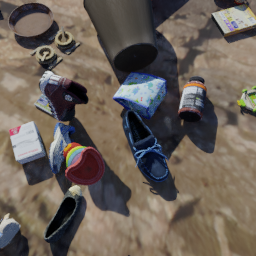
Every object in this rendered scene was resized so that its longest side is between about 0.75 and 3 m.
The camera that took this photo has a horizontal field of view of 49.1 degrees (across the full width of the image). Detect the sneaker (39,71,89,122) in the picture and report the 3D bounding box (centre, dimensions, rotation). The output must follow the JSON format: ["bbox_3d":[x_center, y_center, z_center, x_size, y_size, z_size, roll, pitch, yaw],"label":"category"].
[{"bbox_3d":[-1.643,-0.714,8.153,1.229,2.129,0.805,13,66,16],"label":"sneaker"}]

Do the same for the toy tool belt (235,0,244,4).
[{"bbox_3d":[3.991,-5.687,11.072,1.655,1.017,1.034,36,71,15],"label":"toy tool belt"}]

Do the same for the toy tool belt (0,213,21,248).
[{"bbox_3d":[-3.492,2.878,7.545,0.674,0.685,1.096,18,60,43],"label":"toy tool belt"}]

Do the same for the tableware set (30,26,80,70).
[{"bbox_3d":[-2.690,-3.018,10.259,1.095,0.332,1.656,39,72,16],"label":"tableware set"}]

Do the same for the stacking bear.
[{"bbox_3d":[-1.101,0.719,6.382,0.759,1.334,0.810,44,82,-29],"label":"stacking bear"}]

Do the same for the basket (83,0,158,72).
[{"bbox_3d":[-0.067,-3.551,9.695,2.521,1.901,2.796,-20,71,10],"label":"basket"}]

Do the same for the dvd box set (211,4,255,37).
[{"bbox_3d":[4.138,-4.177,10.838,1.519,0.223,1.111,-19,67,-8],"label":"dvd box set"}]

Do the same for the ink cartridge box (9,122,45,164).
[{"bbox_3d":[-3.104,0.464,8.638,0.793,0.455,1.092,-20,67,-9],"label":"ink cartridge box"}]

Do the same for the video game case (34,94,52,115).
[{"bbox_3d":[-2.613,-0.885,9.444,0.814,0.090,0.741,29,69,11],"label":"video game case"}]

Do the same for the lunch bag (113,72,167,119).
[{"bbox_3d":[0.381,-1.127,9.098,1.419,0.904,1.207,26,68,21],"label":"lunch bag"}]

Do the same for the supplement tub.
[{"bbox_3d":[2.132,-0.965,9.107,0.780,0.780,1.458,14,66,6],"label":"supplement tub"}]

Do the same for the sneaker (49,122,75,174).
[{"bbox_3d":[-1.963,0.585,8.509,0.697,0.630,1.636,6,65,-3],"label":"sneaker"}]

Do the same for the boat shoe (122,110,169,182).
[{"bbox_3d":[0.410,0.526,8.411,1.002,0.817,2.381,-31,69,-13],"label":"boat shoe"}]

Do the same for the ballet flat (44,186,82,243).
[{"bbox_3d":[-1.756,2.382,7.772,0.557,0.476,1.677,22,68,9],"label":"ballet flat"}]

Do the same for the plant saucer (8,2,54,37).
[{"bbox_3d":[-3.691,-4.098,10.768,1.716,0.296,1.716,0,65,0],"label":"plant saucer"}]

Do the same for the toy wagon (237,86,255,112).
[{"bbox_3d":[4.144,-0.936,9.401,1.080,0.214,0.838,-17,67,-7],"label":"toy wagon"}]
